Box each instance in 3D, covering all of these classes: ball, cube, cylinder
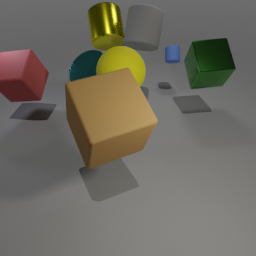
[{"bbox_3d":[-0.741,-4.253,13.012,1.400,1.400,1.400,0,31,0],"label":"ball"},{"bbox_3d":[-0.429,-0.181,5.932,1.400,1.400,1.400,-18,67,-19],"label":"cube"},{"bbox_3d":[-0.898,-4.155,11.546,1.400,1.400,1.400,-9,-9,-1],"label":"cylinder"},{"bbox_3d":[0.606,-3.873,10.957,1.400,1.400,1.400,9,3,-1],"label":"cylinder"},{"bbox_3d":[2.128,-3.505,13.388,0.700,0.700,0.700,0,0,0],"label":"cylinder"},{"bbox_3d":[-1.048,-1.662,9.483,1.400,1.400,1.400,-9,66,20],"label":"cylinder"},{"bbox_3d":[-0.201,-1.613,7.997,1.400,1.400,1.400,0,31,0],"label":"ball"},{"bbox_3d":[-4.114,-1.962,10.734,1.400,1.400,1.400,-1,62,15],"label":"cube"},{"bbox_3d":[3.177,-2.518,11.093,1.400,1.400,1.400,-7,72,-5],"label":"cube"}]
